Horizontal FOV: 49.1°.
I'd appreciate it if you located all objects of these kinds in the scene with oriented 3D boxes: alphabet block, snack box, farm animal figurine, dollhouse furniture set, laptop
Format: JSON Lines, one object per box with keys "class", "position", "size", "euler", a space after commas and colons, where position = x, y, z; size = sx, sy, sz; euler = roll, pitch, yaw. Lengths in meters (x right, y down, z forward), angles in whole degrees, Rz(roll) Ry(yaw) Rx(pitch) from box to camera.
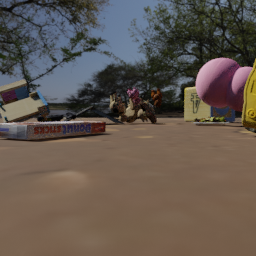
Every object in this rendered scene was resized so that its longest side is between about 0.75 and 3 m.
{"class": "alphabet block", "position": [4.613, -1.329, 15.892], "size": [2.011, 2.022, 2.059], "euler": [0, 2, -30]}
{"class": "snack box", "position": [-1.315, 0.015, 5.275], "size": [0.771, 0.261, 2.144], "euler": [1, 3, 29]}
{"class": "farm animal figurine", "position": [0.321, -0.866, 13.587], "size": [2.775, 1.447, 2.744], "euler": [-7, -10, -17]}
{"class": "dollhouse furniture set", "position": [-4.183, -0.327, 10.352], "size": [2.320, 1.604, 2.458], "euler": [-24, 44, -22]}
{"class": "laptop", "position": [-1.682, -0.237, 12.864], "size": [2.378, 1.378, 2.226], "euler": [-29, 8, -10]}

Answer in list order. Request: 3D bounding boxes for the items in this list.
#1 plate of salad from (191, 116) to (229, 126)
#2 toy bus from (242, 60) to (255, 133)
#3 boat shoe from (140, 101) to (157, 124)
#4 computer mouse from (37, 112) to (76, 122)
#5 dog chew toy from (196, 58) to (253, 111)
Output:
{"class": "plate of salad", "position": [3.227, -0.278, 11.023], "size": [1.471, 0.353, 1.471], "euler": [0, 3, 0]}
{"class": "toy bus", "position": [3.486, -0.489, 4.741], "size": [2.463, 1.672, 2.365], "euler": [-5, 21, -42]}
{"class": "boat shoe", "position": [0.886, -0.671, 12.686], "size": [0.422, 1.143, 0.432], "euler": [-17, -23, -28]}
{"class": "computer mouse", "position": [-2.819, -0.320, 11.255], "size": [1.506, 0.347, 1.058], "euler": [-13, 15, -31]}
{"class": "dog chew toy", "position": [3.911, -1.393, 9.870], "size": [2.899, 1.805, 1.805], "euler": [26, 17, 34]}
